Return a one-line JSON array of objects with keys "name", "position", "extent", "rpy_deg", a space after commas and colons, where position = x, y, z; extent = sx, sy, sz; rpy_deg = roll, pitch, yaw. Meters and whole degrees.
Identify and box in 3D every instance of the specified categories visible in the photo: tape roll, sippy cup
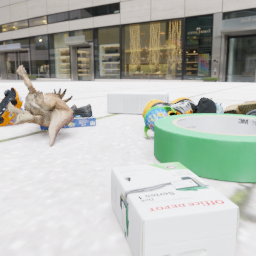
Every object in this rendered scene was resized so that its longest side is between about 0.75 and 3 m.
[{"name": "tape roll", "position": [1.947, 0.234, 5.576], "extent": [2.871, 0.690, 2.871], "rpy_deg": [0, 12, 0]}, {"name": "sippy cup", "position": [0.795, -0.125, 6.992], "extent": [0.671, 0.854, 0.626], "rpy_deg": [1, 28, -19]}]

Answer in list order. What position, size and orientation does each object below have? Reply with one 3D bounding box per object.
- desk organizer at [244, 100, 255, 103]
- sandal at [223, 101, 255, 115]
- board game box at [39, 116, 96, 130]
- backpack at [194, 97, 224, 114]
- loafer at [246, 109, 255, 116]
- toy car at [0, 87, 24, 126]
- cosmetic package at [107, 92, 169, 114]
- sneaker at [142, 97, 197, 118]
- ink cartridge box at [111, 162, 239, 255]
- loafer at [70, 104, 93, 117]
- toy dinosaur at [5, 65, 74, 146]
[{"name": "desk organizer", "position": [5.341, -0.843, 11.273], "extent": [1.565, 0.561, 0.603], "rpy_deg": [-9, 12, -38]}, {"name": "sandal", "position": [3.889, -0.617, 7.721], "extent": [0.917, 1.022, 2.787], "rpy_deg": [-50, 22, -19]}, {"name": "board game box", "position": [-1.964, -0.244, 8.925], "extent": [1.675, 0.289, 1.134], "rpy_deg": [-4, 12, -20]}, {"name": "backpack", "position": [2.275, -0.343, 7.983], "extent": [0.976, 1.036, 1.270], "rpy_deg": [10, 6, 5]}, {"name": "loafer", "position": [4.113, -0.039, 6.226], "extent": [0.925, 1.055, 2.937], "rpy_deg": [-3, 8, -36]}, {"name": "toy car", "position": [-4.220, -0.770, 9.461], "extent": [2.684, 1.317, 0.893], "rpy_deg": [21, -9, 45]}, {"name": "cosmetic package", "position": [0.440, -1.044, 11.508], "extent": [2.386, 0.883, 1.213], "rpy_deg": [1, 11, 16]}, {"name": "sneaker", "position": [1.489, -0.383, 8.615], "extent": [2.280, 0.892, 0.881], "rpy_deg": [-9, 34, -38]}, {"name": "ink cartridge box", "position": [0.394, 0.832, 2.959], "extent": [0.935, 0.540, 1.280], "rpy_deg": [-3, 12, -15]}, {"name": "loafer", "position": [-1.657, -0.553, 8.675], "extent": [1.111, 0.402, 0.404], "rpy_deg": [-3, 13, -9]}, {"name": "toy dinosaur", "position": [-2.068, -0.495, 7.538], "extent": [1.905, 1.206, 2.810], "rpy_deg": [26, 10, -49]}]
